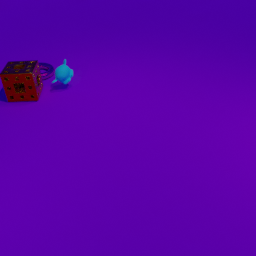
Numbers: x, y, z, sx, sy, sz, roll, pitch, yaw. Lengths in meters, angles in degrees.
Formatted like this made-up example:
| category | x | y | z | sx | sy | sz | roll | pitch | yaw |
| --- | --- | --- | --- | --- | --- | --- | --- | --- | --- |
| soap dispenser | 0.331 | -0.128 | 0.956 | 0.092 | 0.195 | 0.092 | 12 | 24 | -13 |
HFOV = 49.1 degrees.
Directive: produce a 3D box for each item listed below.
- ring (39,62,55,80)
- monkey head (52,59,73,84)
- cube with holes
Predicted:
| category | x | y | z | sx | sy | sz | roll | pitch | yaw |
| --- | --- | --- | --- | --- | --- | --- | --- | --- | --- |
| ring | -3.813 | -2.407 | 11.889 | 1.389 | 0.278 | 1.389 | 0 | 37 | 0 |
| monkey head | -2.537 | -2.076 | 10.829 | 0.770 | 0.645 | 1.070 | 7 | 70 | 57 |
| cube with holes | -3.855 | -1.733 | 10.294 | 1.100 | 1.100 | 1.100 | -3 | 37 | -3 |
